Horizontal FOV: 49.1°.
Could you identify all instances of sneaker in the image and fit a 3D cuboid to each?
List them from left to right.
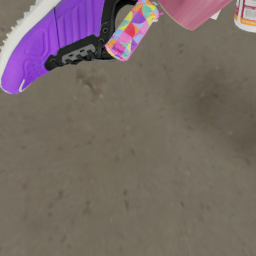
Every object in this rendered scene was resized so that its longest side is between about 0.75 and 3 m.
[{"bbox_3d":[-0.719,-1.210,3.816,1.196,0.836,2.405,40,98,-11],"label":"sneaker"}]

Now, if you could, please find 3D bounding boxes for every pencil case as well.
[{"bbox_3d":[0.062,-1.135,3.253,0.335,0.335,0.758,38,91,10],"label":"pencil case"}]

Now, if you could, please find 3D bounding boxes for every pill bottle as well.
[{"bbox_3d":[2.586,-2.836,5.006,1.075,1.963,1.075,-4,40,4],"label":"pill bottle"}]

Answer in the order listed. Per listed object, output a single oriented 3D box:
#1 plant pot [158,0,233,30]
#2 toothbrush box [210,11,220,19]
[{"bbox_3d":[1.015,-2.029,3.933,1.155,1.034,1.155,25,41,-24],"label":"plant pot"},{"bbox_3d":[1.072,-3.087,5.933,1.312,0.764,1.792,1,36,-33],"label":"toothbrush box"}]
